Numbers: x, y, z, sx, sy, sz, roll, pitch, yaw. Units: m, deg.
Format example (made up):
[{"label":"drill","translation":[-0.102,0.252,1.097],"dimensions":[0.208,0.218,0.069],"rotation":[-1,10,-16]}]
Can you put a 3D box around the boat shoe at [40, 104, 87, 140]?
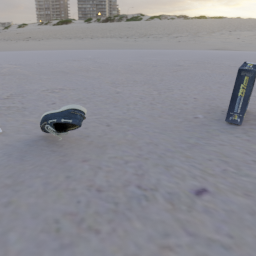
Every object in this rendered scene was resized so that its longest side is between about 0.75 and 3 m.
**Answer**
[{"label":"boat shoe","translation":[-1.815,-0.090,7.530],"dimensions":[1.899,0.587,0.711],"rotation":[-13,-33,38]}]

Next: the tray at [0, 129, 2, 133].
[{"label":"tray","translation":[-4.139,0.035,8.434],"dimensions":[0.479,0.099,0.892],"rotation":[-15,29,-32]}]

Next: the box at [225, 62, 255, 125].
[{"label":"box","translation":[3.967,-1.270,9.644],"dimensions":[0.580,1.794,2.275],"rotation":[15,24,23]}]
